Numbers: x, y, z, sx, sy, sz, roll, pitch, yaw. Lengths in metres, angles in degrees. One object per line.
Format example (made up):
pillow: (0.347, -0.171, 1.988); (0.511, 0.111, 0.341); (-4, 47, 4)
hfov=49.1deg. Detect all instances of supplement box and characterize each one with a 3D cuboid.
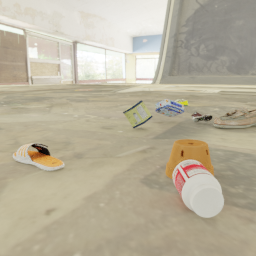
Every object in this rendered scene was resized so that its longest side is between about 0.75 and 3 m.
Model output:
supplement box: (0.360, -0.506, 10.508); (0.512, 0.761, 0.762); (-38, 7, -36)

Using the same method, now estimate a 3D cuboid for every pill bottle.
pill bottle: (1.121, 0.957, 4.518); (0.618, 0.618, 1.101); (0, 11, -2)

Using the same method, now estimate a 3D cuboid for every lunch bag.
lunch bag: (1.764, -0.844, 11.848); (1.162, 0.439, 0.931); (13, -19, -34)

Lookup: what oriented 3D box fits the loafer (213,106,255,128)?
loafer: (4.701, -0.516, 11.125); (2.821, 0.887, 1.014); (-3, 12, -14)

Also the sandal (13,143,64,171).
sandal: (-2.104, 0.596, 6.666); (1.660, 0.476, 0.636); (9, 14, 36)

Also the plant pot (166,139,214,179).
plant pot: (1.305, 0.644, 5.881); (1.001, 0.701, 1.001); (1, 11, 0)

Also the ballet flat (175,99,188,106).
ballet flat: (3.359, -1.675, 18.123); (1.199, 0.402, 0.401); (9, 15, 40)

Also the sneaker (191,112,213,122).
sneaker: (3.070, -0.532, 11.755); (0.883, 0.334, 0.510); (-4, 40, -16)
